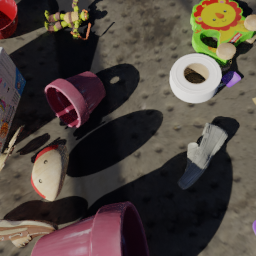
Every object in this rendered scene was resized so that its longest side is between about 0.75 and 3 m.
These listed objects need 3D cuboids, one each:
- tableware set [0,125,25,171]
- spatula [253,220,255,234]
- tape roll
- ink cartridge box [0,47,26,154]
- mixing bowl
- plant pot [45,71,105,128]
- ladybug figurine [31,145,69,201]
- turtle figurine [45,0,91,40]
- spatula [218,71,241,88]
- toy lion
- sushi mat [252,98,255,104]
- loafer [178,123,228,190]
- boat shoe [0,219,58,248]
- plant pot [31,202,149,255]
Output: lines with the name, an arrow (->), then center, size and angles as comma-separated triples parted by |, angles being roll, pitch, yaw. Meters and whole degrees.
tableware set -> -3.686, 0.869, 8.419 | 0.228, 1.640, 1.964 | 32, 38, -17
spatula -> 5.005, 2.835, 8.712 | 2.309, 0.237, 0.652 | -19, 70, -7
tape roll -> 2.442, -1.822, 10.229 | 1.798, 0.629, 1.798 | -2, 67, 5
ink cartridge box -> -5.107, -0.922, 9.125 | 2.160, 2.198, 2.986 | 9, 70, 3
mixing bowl -> -5.170, -4.215, 11.038 | 1.909, 1.034, 1.909 | 0, 69, -1
plant pot -> -1.689, -1.097, 9.604 | 1.714, 1.714, 1.534 | 40, 57, 14
ladybug figurine -> -2.258, 1.221, 8.035 | 0.850, 2.363, 1.604 | 14, 79, -14
turtle figurine -> -2.356, -4.502, 11.302 | 1.875, 0.749, 2.326 | -6, 83, 8
spatula -> 3.352, -1.533, 10.458 | 1.843, 0.189, 0.521 | -32, 70, -11
toy lion -> 3.575, -3.984, 11.126 | 2.728, 0.977, 2.846 | 38, 74, 21
sushi mat -> 5.133, -1.035, 10.327 | 1.011, 0.061, 0.484 | -19, 70, -7
loafer -> 2.292, 0.880, 9.170 | 0.886, 0.887, 2.538 | 35, 64, 13
boat shoe -> -3.115, 3.133, 8.355 | 2.132, 0.807, 0.765 | -2, 72, 9
plant pot -> -0.944, 3.531, 7.251 | 2.572, 2.873, 2.873 | -12, 68, 12
